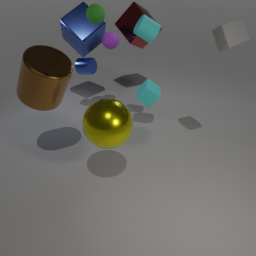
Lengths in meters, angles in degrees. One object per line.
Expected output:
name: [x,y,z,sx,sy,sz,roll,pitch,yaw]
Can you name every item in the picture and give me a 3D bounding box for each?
cylinder: [-2.494,-1.470,8.333,1.400,1.400,1.400,16,45,-18]
cube: [3.060,-2.771,8.352,0.700,0.700,0.700,-22,8,-4]
cube: [-1.969,-4.301,12.350,1.400,1.400,1.400,45,75,5]
cylinder: [0.651,-3.424,9.687,0.700,0.700,0.700,27,25,-17]
ball: [-0.556,-0.125,7.739,1.400,1.400,1.400,0,30,0]
ball: [-0.714,-3.599,11.522,0.700,0.700,0.700,0,30,0]
ball: [-1.186,-4.187,10.287,0.700,0.700,0.700,0,30,0]
cube: [0.824,-1.403,11.268,0.700,0.700,0.700,35,37,-19]
cube: [0.514,-4.951,13.653,1.400,1.400,1.400,55,26,14]
cylinder: [-1.793,-2.649,11.990,0.700,0.700,0.700,5,30,27]
